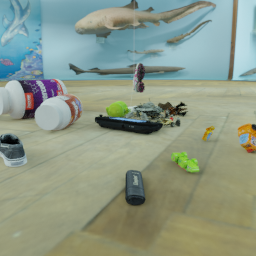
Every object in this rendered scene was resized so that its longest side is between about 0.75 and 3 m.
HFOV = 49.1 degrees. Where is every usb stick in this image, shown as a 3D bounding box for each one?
[{"bbox_3d":[0.120,1.068,5.199,0.341,0.200,1.229,0,12,0],"label":"usb stick"}]

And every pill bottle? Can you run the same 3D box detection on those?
[{"bbox_3d":[-4.253,-1.301,12.383,2.920,1.642,1.642,-13,18,-43],"label":"pill bottle"},{"bbox_3d":[-2.514,-0.575,10.290,1.173,1.173,2.092,2,14,9],"label":"pill bottle"}]

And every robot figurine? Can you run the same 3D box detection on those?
[{"bbox_3d":[-0.445,-0.809,12.387,1.060,0.699,1.208,4,13,17],"label":"robot figurine"}]

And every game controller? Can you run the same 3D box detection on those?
[{"bbox_3d":[0.009,-0.199,10.109,2.430,0.512,1.268,9,16,32],"label":"game controller"}]

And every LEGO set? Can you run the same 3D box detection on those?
[{"bbox_3d":[1.064,-0.710,11.616,1.920,0.838,2.957,-9,16,-37],"label":"LEGO set"}]

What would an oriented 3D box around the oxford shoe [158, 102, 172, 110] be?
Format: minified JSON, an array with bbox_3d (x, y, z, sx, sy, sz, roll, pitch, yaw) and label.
[{"bbox_3d":[2.030,-1.032,13.758,1.208,0.510,0.439,11,10,18],"label":"oxford shoe"}]

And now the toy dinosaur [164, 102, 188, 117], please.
[{"bbox_3d":[2.281,-0.864,12.990,1.283,0.655,0.871,-35,15,-32],"label":"toy dinosaur"}]

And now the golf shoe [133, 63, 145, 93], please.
[{"bbox_3d":[0.349,-1.840,10.266,0.388,1.069,0.492,-9,18,-39],"label":"golf shoe"}]

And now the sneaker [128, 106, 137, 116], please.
[{"bbox_3d":[0.154,-0.780,13.026,0.592,0.464,1.191,-6,4,6],"label":"sneaker"}]

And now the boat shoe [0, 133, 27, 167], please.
[{"bbox_3d":[-3.019,0.421,7.086,0.662,0.625,1.845,-8,15,-30],"label":"boat shoe"}]

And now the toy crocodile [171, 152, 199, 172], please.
[{"bbox_3d":[1.269,0.781,6.351,0.343,0.314,1.017,-3,18,-21],"label":"toy crocodile"}]

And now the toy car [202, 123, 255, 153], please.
[{"bbox_3d":[3.036,0.407,7.996,0.644,0.949,1.936,-57,21,-22],"label":"toy car"}]
